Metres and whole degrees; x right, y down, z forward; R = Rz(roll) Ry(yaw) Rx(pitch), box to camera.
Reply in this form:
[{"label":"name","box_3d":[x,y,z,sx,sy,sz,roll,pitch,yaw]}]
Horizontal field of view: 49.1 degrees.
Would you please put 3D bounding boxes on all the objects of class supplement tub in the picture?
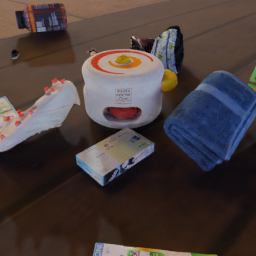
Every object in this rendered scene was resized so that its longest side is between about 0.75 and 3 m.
[{"label":"supplement tub","box_3d":[-4.539,-5.776,14.705,2.521,1.348,1.348,-10,37,-15]}]

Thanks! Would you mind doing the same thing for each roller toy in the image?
[{"label":"roller toy","box_3d":[-0.112,-1.223,7.970,2.491,1.741,2.273,29,45,35]}]

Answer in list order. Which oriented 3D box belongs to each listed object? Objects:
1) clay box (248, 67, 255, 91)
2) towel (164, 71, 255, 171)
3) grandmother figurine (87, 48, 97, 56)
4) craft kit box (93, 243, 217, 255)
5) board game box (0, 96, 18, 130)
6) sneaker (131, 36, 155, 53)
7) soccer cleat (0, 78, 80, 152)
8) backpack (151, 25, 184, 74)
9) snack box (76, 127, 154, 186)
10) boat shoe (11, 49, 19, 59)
[{"label":"clay box","box_3d":[4.619,-0.821,7.483,0.653,1.576,2.743,-2,28,-46]},{"label":"towel","box_3d":[2.268,-0.409,7.074,1.672,0.727,2.994,41,53,9]},{"label":"grandmother figurine","box_3d":[-1.484,-3.192,12.025,0.598,0.299,0.986,20,27,-21]},{"label":"craft kit box","box_3d":[0.332,2.603,3.744,1.944,0.477,1.968,2,36,7]},{"label":"board game box","box_3d":[-4.194,-0.081,7.532,2.276,0.390,1.530,-22,40,-28]},{"label":"sneaker","box_3d":[0.835,-3.481,12.001,1.208,0.791,2.091,-3,35,-8]},{"label":"soccer cleat","box_3d":[-2.295,-0.216,7.360,0.923,1.033,2.664,17,56,45]},{"label":"backpack","box_3d":[1.526,-2.767,10.550,1.436,1.524,1.868,-7,42,5]},{"label":"snack box","box_3d":[-0.276,0.601,6.643,1.656,0.307,0.962,-29,44,-34]},{"label":"boat shoe","box_3d":[-4.890,-3.253,12.093,0.303,0.269,0.811,-4,36,-6]}]
